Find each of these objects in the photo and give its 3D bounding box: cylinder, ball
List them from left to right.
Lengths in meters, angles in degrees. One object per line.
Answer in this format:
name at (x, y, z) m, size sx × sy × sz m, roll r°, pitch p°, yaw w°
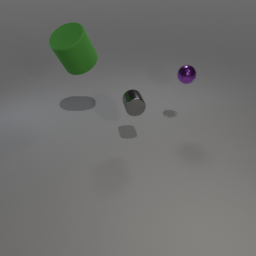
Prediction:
cylinder at (-2.044, -2.986, 10.640) m, size 1.400 × 1.400 × 1.400 m, roll -8°, pitch 58°, yaw 14°
cylinder at (0.201, -0.874, 9.698) m, size 0.700 × 0.700 × 0.700 m, roll -6°, pitch 35°, yaw -9°
ball at (2.193, -1.994, 10.446) m, size 0.700 × 0.700 × 0.700 m, roll 0°, pitch 32°, yaw 0°
